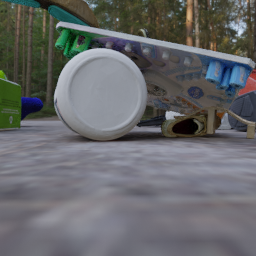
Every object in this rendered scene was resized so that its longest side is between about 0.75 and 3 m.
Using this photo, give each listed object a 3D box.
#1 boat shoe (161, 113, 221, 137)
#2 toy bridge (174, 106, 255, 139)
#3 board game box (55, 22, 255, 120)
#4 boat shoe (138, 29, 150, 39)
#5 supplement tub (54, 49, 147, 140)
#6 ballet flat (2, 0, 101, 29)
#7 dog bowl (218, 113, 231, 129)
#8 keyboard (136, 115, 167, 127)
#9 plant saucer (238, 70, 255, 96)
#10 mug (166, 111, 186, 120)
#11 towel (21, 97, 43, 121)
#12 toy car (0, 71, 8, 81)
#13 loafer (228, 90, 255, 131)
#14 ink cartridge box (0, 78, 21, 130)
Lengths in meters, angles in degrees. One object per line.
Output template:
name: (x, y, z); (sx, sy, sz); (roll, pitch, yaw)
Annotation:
boat shoe: (0.922, -0.015, 3.866); (0.904, 0.334, 0.300); (-11, 8, -14)
toy bridge: (1.144, -0.106, 3.825); (1.111, 0.373, 0.151); (8, 12, 30)
board game box: (0.360, -0.586, 4.212); (2.348, 0.304, 2.348); (15, -11, 12)
boat shoe: (0.600, -2.019, 7.305); (0.420, 1.277, 0.456); (-28, 40, -8)
supplement tub: (-0.441, -0.387, 3.726); (1.036, 1.036, 1.477); (-1, 2, -16)
ballet flat: (-1.537, -2.623, 5.474); (2.347, 0.849, 0.796); (16, 2, -18)
dog bowl: (2.257, -0.304, 7.680); (2.189, 0.642, 2.189); (0, 1, 0)
keyboard: (1.562, -0.257, 9.440); (1.546, 0.330, 2.575); (-5, 0, 35)
plant saucer: (4.132, -0.894, 7.385); (2.698, 0.495, 2.693); (-2, 34, -27)
mug: (1.227, -0.266, 6.529); (1.028, 0.759, 0.901); (-34, 9, -25)
towel: (-4.594, -0.668, 9.482); (2.055, 0.689, 2.783); (-24, -12, 32)
toy car: (-3.948, -0.587, 8.218); (1.471, 1.413, 1.791); (-24, -15, -11)
loafer: (2.872, -0.350, 4.790); (0.865, 0.987, 2.745); (4, -2, -16)
ink cartridge box: (-3.600, -0.469, 5.312); (2.192, 1.123, 2.965); (0, 3, -3)
